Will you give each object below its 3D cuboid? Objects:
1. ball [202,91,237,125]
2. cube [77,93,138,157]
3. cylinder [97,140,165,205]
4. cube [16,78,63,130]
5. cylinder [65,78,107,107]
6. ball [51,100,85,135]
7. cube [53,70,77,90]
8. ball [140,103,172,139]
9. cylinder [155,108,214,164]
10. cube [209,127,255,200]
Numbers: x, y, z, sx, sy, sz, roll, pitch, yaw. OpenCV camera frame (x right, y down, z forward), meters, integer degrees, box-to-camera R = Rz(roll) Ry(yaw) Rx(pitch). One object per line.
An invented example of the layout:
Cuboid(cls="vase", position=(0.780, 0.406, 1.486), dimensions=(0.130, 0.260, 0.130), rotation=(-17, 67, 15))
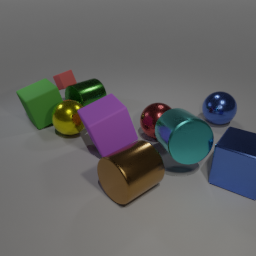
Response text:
Cuboid(cls="ball", position=(3.834, -0.834, 11.755), dimensions=(1.400, 1.400, 1.400), rotation=(0, 29, 0))
Cuboid(cls="cube", position=(-0.706, -0.111, 9.719), dimensions=(1.400, 1.400, 1.400), rotation=(-28, 35, -10))
Cuboid(cls="cylinder", position=(0.078, 1.224, 7.968), dimensions=(1.400, 1.400, 1.400), rotation=(-23, 36, -36))
Cuboid(cls="cube", position=(-3.618, -1.045, 11.845), dimensions=(1.400, 1.400, 1.400), rotation=(-30, 39, -21))
Cuboid(cls="cylinder", position=(-1.933, -1.440, 12.845), dimensions=(1.400, 1.400, 1.400), rotation=(-26, 38, -38))
Cuboid(cls="ball", position=(-2.273, -0.409, 10.969), dimensions=(1.400, 1.400, 1.400), rotation=(0, 29, 0))
Cuboid(cls="cube", position=(-2.934, -2.230, 13.020), dimensions=(0.700, 0.700, 0.700), rotation=(-31, 18, -32))
Cuboid(cls="ball", position=(1.153, -0.274, 10.726), dimensions=(1.400, 1.400, 1.400), rotation=(0, 29, 0))
Cuboid(cls="cylinder", position=(1.684, 0.214, 8.623), dimensions=(1.400, 1.400, 1.400), rotation=(-5, 18, -10))
Cuboid(cls="cube", position=(3.410, 0.996, 8.402), dimensions=(1.400, 1.400, 1.400), rotation=(18, 33, 29))
